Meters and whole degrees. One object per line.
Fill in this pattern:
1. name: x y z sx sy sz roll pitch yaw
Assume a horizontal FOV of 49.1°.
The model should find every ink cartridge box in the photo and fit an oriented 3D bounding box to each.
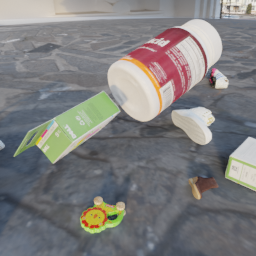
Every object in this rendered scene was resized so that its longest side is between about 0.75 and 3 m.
1. ink cartridge box: 3.776 1.123 6.646 2.465 0.731 1.280 22 34 36
2. ink cartridge box: -0.950 0.063 4.610 0.488 0.855 1.647 51 44 1

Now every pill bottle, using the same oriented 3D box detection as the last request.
1. pill bottle: 0.900 -1.390 6.354 2.503 1.429 1.429 -38 42 -25

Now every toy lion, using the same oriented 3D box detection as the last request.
1. toy lion: -0.540 1.842 5.816 0.823 0.283 0.789 9 35 16

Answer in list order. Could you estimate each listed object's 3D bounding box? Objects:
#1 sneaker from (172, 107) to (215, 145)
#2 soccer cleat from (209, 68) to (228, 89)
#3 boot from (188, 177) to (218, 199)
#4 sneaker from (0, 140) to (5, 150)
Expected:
1. sneaker: 2.432 -0.199 9.220 1.218 0.776 2.108 -11 28 -14
2. soccer cleat: 4.481 -2.391 13.792 0.794 0.642 1.839 9 33 5
3. boot: 1.830 1.389 6.630 0.641 0.279 0.770 -3 24 -2
4. sneaker: -4.147 0.571 8.212 1.063 0.406 0.428 -1 36 10
